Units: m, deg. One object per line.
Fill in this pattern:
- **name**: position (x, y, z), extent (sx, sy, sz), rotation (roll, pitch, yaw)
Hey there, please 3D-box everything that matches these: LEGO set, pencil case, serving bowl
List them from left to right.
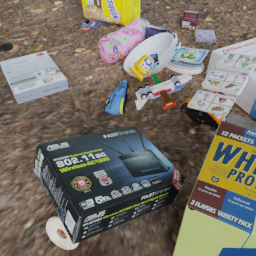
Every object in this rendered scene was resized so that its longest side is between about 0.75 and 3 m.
- **pencil case**: position (-0.090, -3.469, 10.972), extent (1.086, 1.086, 2.485), rotation (28, 49, 26)
- **serving bowl**: position (0.820, -2.393, 9.679), extent (1.964, 0.646, 1.964), rotation (-26, 36, 21)
- **LEGO set**: position (1.582, -1.244, 7.466), extent (2.984, 0.732, 2.229), rotation (18, 57, 33)

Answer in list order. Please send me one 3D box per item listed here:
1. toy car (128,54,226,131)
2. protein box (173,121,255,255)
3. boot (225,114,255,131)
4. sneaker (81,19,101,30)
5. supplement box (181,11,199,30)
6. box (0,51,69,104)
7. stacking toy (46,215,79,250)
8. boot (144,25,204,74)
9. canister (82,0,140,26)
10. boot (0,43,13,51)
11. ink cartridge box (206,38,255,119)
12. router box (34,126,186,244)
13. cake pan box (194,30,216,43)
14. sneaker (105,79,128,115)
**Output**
- **toy car**: position (1.463, -1.127, 7.536), extent (2.856, 1.401, 0.950), rotation (40, 83, -6)
- **protein box**: position (1.915, 1.417, 5.142), extent (1.396, 2.054, 2.069), rotation (20, 47, 19)
- **boot**: position (3.695, -0.161, 7.155), extent (2.364, 1.544, 0.800), rotation (34, 51, 30)
- **sneaker**: position (-1.673, -4.799, 12.829), extent (1.028, 0.403, 0.387), rotation (-31, 53, -28)
- **supplement box**: position (2.895, -5.035, 13.083), extent (0.691, 0.387, 1.270), rotation (10, 44, 10)
- **box**: position (-3.281, -1.836, 9.701), extent (1.729, 0.457, 2.218), rotation (-22, 49, -22)
- **stacking toy**: position (-1.094, 1.892, 5.791), extent (0.759, 0.759, 1.039), rotation (19, 30, 19)
- **boot**: position (1.637, -2.904, 10.294), extent (2.579, 1.165, 0.938), rotation (26, 50, 25)
- **canister**: position (-0.804, -5.742, 12.786), extent (2.525, 1.875, 1.093), rotation (18, 47, 21)
- **boot**: position (-5.253, -3.393, 11.525), extent (0.889, 0.323, 0.945), rotation (-28, 43, -16)
- **ink cartridge box**: position (4.226, -1.589, 8.886), extent (2.067, 1.211, 2.860), rotation (-20, 46, -19)
- **router box**: position (-0.381, 0.987, 5.983), extent (2.624, 0.815, 1.966), rotation (-10, 41, -36)
- **cake pan box**: position (3.345, -3.981, 12.107), extent (0.883, 0.231, 0.813), rotation (2, 46, 3)
- **sneaker**: position (-0.336, -1.037, 8.811), extent (0.643, 0.541, 1.640), rotation (4, 44, 9)
